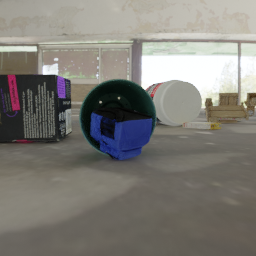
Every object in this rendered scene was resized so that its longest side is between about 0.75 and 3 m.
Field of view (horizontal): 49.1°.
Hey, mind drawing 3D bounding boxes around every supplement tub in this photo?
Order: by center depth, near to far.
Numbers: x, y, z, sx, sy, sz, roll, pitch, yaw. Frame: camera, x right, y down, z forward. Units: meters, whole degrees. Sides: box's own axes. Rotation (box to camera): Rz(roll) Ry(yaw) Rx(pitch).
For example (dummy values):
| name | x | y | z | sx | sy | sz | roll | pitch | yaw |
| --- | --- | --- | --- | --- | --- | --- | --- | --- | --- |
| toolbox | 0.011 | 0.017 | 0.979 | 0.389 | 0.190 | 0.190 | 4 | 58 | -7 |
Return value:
| name | x | y | z | sx | sy | sz | roll | pitch | yaw |
| --- | --- | --- | --- | --- | --- | --- | --- | --- | --- |
| supplement tub | 1.462 | -0.895 | 9.963 | 1.578 | 1.578 | 2.249 | -1 | 5 | -15 |

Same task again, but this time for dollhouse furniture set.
| name | x | y | z | sx | sy | sz | roll | pitch | yaw |
| --- | --- | --- | --- | --- | --- | --- | --- | --- | --- |
| dollhouse furniture set | 3.838 | -0.293 | 10.065 | 2.067 | 1.183 | 2.423 | 0 | 28 | 11 |

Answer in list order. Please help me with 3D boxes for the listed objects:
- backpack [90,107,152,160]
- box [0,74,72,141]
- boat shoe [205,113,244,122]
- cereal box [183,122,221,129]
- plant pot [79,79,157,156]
| name | x | y | z | sx | sy | sz | roll | pitch | yaw |
| --- | --- | --- | --- | --- | --- | --- | --- | --- | --- |
| backpack | -0.172 | 0.041 | 3.874 | 0.638 | 0.659 | 0.786 | -1 | 18 | -42 |
| box | -2.534 | -0.421 | 5.905 | 2.460 | 1.305 | 1.504 | 0 | 5 | 0 |
| boat shoe | 4.094 | -0.515 | 11.915 | 1.604 | 0.593 | 0.484 | 9 | -30 | 19 |
| cereal box | 2.251 | -0.079 | 8.541 | 0.956 | 0.189 | 0.688 | 4 | 5 | 44 |
| plant pot | -0.198 | -0.193 | 4.297 | 1.087 | 1.087 | 0.872 | -1 | 8 | -9 |
